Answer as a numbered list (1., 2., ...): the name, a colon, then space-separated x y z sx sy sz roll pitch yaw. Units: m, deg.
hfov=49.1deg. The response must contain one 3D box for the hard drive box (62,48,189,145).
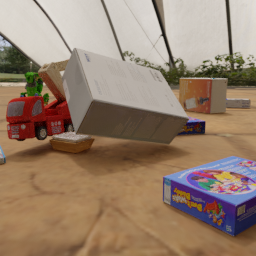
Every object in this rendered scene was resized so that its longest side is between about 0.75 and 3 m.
1. hard drive box: -0.096 -0.669 6.197 2.338 0.898 1.822 9 41 -31

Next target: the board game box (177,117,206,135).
1. board game box: 1.253 -0.069 8.041 1.572 0.352 1.057 -3 11 -18

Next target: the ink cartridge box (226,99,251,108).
1. ink cartridge box: 5.185 -1.281 14.369 1.927 0.426 0.906 3 10 15

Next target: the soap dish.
1. soap dish: -1.215 0.311 6.100 0.780 0.317 0.613 5 12 31

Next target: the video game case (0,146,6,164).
1. video game case: -3.164 0.568 5.224 1.526 0.136 1.092 -6 12 -28

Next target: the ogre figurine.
1. ogre figurine: -4.961 -2.057 14.922 1.443 1.763 2.941 -1 11 -29

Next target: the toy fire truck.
1. toy fire truck: -1.677 -0.820 6.781 0.701 2.027 2.874 -3 3 26

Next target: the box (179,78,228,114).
1. box: 3.328 -1.499 12.601 1.039 1.488 1.955 -6 12 -32

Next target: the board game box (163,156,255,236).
1. board game box: 1.355 0.760 3.601 1.534 0.344 1.032 -8 13 -36
